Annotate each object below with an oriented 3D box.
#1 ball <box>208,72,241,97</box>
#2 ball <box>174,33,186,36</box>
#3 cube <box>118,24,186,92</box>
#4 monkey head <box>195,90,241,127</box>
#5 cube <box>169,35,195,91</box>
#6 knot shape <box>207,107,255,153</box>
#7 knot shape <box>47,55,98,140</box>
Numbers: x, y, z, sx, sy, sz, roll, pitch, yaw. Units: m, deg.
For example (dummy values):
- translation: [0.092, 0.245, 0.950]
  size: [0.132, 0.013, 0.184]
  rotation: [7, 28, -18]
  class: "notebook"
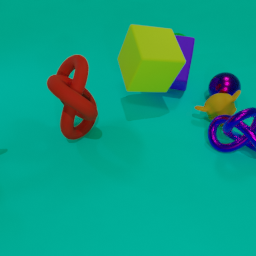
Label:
- translation: [2.831, -1.177, 8.228]
  size: [0.917, 0.917, 0.917]
  rotation: [0, 40, 0]
  class: "ball"
- translation: [1.697, -2.787, 9.970]
  size: [1.152, 1.152, 1.152]
  rotation: [0, 40, 0]
  class: "ball"
- translation: [0.484, -1.534, 6.328]
  size: [1.045, 1.045, 1.045]
  rotation: [-2, 59, -22]
  class: "cube"
- translation: [2.428, -0.494, 7.348]
  size: [1.226, 0.739, 0.882]
  rotation: [-21, 24, 20]
  class: "monkey head"
- translation: [1.236, -1.960, 8.466]
  size: [1.287, 1.287, 1.287]
  rotation: [11, -2, 11]
  class: "cube"
- translation: [2.671, 0.172, 6.533]
  size: [1.316, 1.407, 0.650]
  rotation: [37, 53, -8]
  class: "knot shape"
- translation: [-1.250, -0.699, 6.520]
  size: [0.945, 2.046, 1.914]
  rotation: [-11, 8, -5]
  class: "knot shape"
